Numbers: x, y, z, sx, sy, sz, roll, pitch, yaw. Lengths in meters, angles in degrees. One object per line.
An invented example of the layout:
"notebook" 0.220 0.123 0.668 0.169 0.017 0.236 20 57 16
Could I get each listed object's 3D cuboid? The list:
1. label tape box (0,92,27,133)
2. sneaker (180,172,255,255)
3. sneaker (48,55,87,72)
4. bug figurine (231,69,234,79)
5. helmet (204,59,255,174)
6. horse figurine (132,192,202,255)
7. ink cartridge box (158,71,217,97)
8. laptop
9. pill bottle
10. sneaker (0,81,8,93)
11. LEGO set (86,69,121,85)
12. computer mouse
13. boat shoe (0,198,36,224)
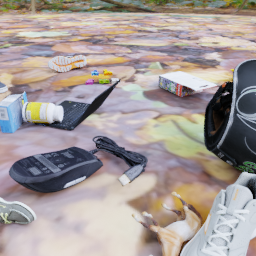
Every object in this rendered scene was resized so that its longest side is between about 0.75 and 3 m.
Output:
"label tape box" -3.576 -0.524 8.804 0.415 0.899 1.255 2 27 4
"sneaker" 1.535 1.564 4.439 0.980 1.190 2.588 17 32 30
"sneaker" -3.206 -3.360 14.600 2.040 0.798 0.788 -13 18 -33
"bug figurine" 5.806 -2.500 13.119 1.880 0.484 1.458 8 22 24
"helmet" 3.224 -0.182 6.355 2.503 2.625 2.625 12 28 0
"horse figurine" 0.814 1.725 4.943 1.581 0.394 1.047 -15 42 -37
"ink cartridge box" 2.406 -1.744 11.569 1.219 0.563 2.237 -16 33 -29
"laptop" -1.656 -0.889 9.207 2.313 1.194 2.050 10 28 18
"pill bottle" -2.641 -0.472 8.745 1.127 0.633 0.633 3 27 3
"sneaker" -6.085 -1.938 11.655 2.131 0.846 0.836 7 27 10
"LEGO set" -1.155 -2.370 12.744 1.564 0.597 0.642 -3 28 -9
"computer mouse" -0.924 1.018 6.191 2.021 0.662 2.878 22 26 36
"boat shoe" -2.263 1.597 5.229 1.219 0.436 0.364 6 27 25
